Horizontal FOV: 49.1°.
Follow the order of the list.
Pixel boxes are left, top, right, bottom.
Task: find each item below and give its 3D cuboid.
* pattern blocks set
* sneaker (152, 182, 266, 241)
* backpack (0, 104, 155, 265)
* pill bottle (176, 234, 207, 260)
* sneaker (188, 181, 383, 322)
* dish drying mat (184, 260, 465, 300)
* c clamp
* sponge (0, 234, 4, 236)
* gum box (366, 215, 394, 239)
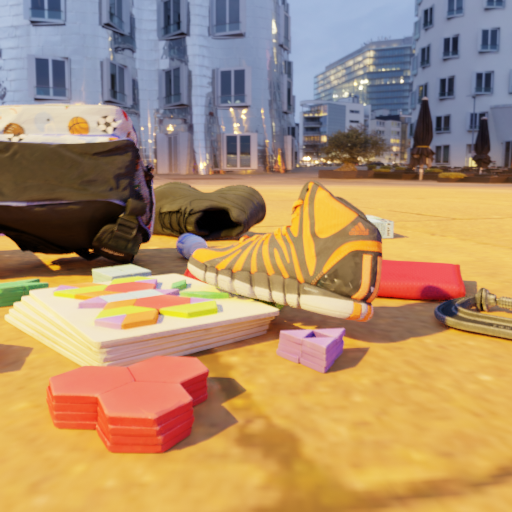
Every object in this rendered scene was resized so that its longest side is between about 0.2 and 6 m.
[{"bbox_3d":[-1.162,0.547,5.492,4.228,0.343,3.716,7,11,40],"label":"pattern blocks set"},{"bbox_3d":[-1.465,-0.906,12.291,3.213,1.220,1.458,-3,24,20],"label":"sneaker"},{"bbox_3d":[-2.829,-0.974,8.600,2.899,2.233,2.761,4,-18,0],"label":"backpack"},{"bbox_3d":[-1.077,-0.137,9.533,0.424,0.424,0.756,-4,10,-22],"label":"pill bottle"},{"bbox_3d":[0.294,-0.131,5.510,2.125,1.190,0.824,10,-2,33],"label":"sneaker"},{"bbox_3d":[0.890,0.251,7.484,3.511,0.319,1.348,4,12,17],"label":"dish drying mat"},{"bbox_3d":[2.850,0.614,5.563,1.943,0.263,1.660,7,17,32],"label":"c clamp"},{"bbox_3d":[-6.087,-0.550,12.973,1.048,0.156,0.585,-5,10,-25],"label":"sponge"},{"bbox_3d":[1.977,-0.664,12.851,1.849,0.412,1.571,-1,9,-9],"label":"gum box"}]
